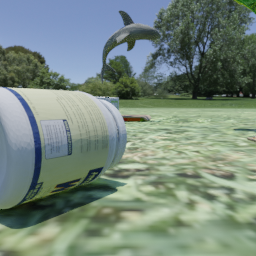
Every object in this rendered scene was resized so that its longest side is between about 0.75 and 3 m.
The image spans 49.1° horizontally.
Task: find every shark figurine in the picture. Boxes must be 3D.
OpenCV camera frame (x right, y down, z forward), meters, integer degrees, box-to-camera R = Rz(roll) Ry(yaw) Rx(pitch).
[{"bbox_3d":[-0.416,-3.434,11.643,3.170,1.894,1.323,-35,23,25],"label":"shark figurine"}]

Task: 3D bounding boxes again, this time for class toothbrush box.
[{"bbox_3d":[-1.587,-0.516,8.829,2.197,0.946,1.599,4,6,22],"label":"toothbrush box"}]

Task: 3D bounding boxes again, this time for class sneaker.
[{"bbox_3d":[3.516,-3.444,7.272,2.351,0.871,0.982,41,12,27],"label":"sneaker"}]

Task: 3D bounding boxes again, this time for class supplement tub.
[{"bbox_3d":[-0.617,0.104,2.244,0.821,0.821,1.132,4,6,36],"label":"supplement tub"}]

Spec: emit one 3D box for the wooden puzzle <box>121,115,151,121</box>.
[{"bbox_3d":[0.066,-0.448,12.083,1.738,0.324,1.608,6,6,11],"label":"wooden puzzle"}]

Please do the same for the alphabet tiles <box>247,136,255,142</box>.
[{"bbox_3d":[3.019,0.246,5.138,1.246,0.047,1.497,-1,5,-3],"label":"alphabet tiles"}]
